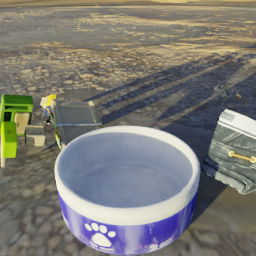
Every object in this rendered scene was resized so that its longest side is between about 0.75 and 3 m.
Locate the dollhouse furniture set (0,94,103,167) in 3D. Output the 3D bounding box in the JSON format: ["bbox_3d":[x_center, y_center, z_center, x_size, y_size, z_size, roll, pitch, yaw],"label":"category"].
[{"bbox_3d":[-1.929,0.176,7.136,2.450,1.230,1.605,0,50,-28],"label":"dollhouse furniture set"}]

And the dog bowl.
[{"bbox_3d":[-0.006,1.005,5.385,2.630,1.036,2.630,0,28,0],"label":"dog bowl"}]

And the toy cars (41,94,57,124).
[{"bbox_3d":[-2.406,-0.607,8.394,0.380,0.769,1.715,17,18,-22],"label":"toy cars"}]

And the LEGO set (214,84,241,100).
[{"bbox_3d":[3.449,-1.216,9.882,0.304,0.697,1.074,-48,25,-12],"label":"LEGO set"}]

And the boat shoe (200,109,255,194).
[{"bbox_3d":[2.885,0.739,5.636,2.952,1.340,1.044,21,11,-12],"label":"boat shoe"}]
